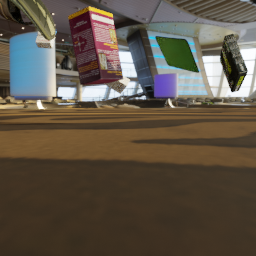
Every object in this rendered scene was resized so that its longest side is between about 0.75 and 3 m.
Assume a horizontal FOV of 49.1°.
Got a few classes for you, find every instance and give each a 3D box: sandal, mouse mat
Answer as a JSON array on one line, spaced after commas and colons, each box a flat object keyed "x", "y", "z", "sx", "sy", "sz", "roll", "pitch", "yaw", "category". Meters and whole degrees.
[{"x": -3.126, "y": -3.372, "z": 7.292, "sx": 2.950, "sy": 0.842, "sz": 1.171, "roll": 39, "pitch": 26, "yaw": -20, "category": "sandal"}, {"x": 1.323, "y": -2.011, "z": 7.616, "sx": 0.050, "sy": 1.063, "sz": 1.321, "roll": -42, "pitch": 37, "yaw": -11, "category": "mouse mat"}]

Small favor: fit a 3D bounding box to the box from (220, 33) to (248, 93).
[{"x": 3.108, "y": -1.889, "z": 8.332, "sx": 0.309, "sy": 1.300, "sz": 1.256, "roll": -14, "pitch": -19, "yaw": 8, "category": "box"}]

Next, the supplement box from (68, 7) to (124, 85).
[{"x": -0.972, "y": -2.451, "z": 8.666, "sx": 0.903, "sy": 2.108, "sz": 1.163, "roll": -7, "pitch": 4, "yaw": 35, "category": "supplement box"}]

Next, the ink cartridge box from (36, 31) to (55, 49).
[{"x": -3.077, "y": -3.420, "z": 10.519, "sx": 0.575, "sy": 0.793, "sz": 0.332, "roll": 5, "pitch": -21, "yaw": 2, "category": "ink cartridge box"}]

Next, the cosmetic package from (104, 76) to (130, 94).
[{"x": -0.842, "y": -2.182, "z": 11.877, "sx": 1.732, "sy": 0.438, "sz": 0.715, "roll": 30, "pitch": -33, "yaw": -13, "category": "cosmetic package"}]
